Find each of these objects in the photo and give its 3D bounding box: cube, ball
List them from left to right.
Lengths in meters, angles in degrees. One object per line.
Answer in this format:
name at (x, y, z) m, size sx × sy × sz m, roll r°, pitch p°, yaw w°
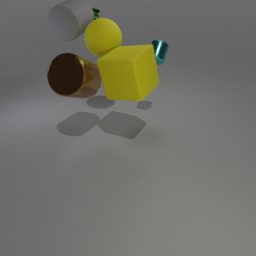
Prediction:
ball at (-0.934, -3.386, 10.550) m, size 1.400 × 1.400 × 1.400 m, roll 0°, pitch 31°, yaw 0°
cube at (0.045, -1.846, 9.331) m, size 1.400 × 1.400 × 1.400 m, roll 7°, pitch 36°, yaw 31°

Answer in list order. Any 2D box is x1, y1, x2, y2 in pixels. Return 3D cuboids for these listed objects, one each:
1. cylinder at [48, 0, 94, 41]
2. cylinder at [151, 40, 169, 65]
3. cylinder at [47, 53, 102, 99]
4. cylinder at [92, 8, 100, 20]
cylinder at (-2.303, -4.460, 11.461) m, size 1.400 × 1.400 × 1.400 m, roll 11°, pitch 39°, yaw 18°
cylinder at (1.134, -2.891, 10.727) m, size 0.700 × 0.700 × 0.700 m, roll 17°, pitch -9°, yaw 3°
cylinder at (-1.794, -1.738, 9.600) m, size 1.400 × 1.400 × 1.400 m, roll 10°, pitch 6°, yaw 16°
cylinder at (-1.685, -5.043, 12.607) m, size 0.700 × 0.700 × 0.700 m, roll 12°, pitch 29°, yaw -13°
